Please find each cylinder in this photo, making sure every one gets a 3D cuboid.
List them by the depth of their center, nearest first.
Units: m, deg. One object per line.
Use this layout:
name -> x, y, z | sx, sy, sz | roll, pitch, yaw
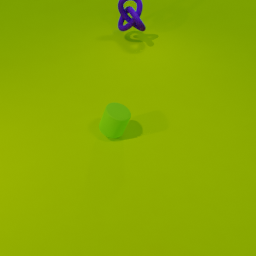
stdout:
cylinder -> -0.400, -0.227, 8.434 | 0.788, 0.788, 0.788 | 14, 42, -13

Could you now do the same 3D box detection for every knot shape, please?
knot shape -> 0.050, -4.696, 11.864 | 0.732, 1.583, 1.482 | -34, 15, -34
